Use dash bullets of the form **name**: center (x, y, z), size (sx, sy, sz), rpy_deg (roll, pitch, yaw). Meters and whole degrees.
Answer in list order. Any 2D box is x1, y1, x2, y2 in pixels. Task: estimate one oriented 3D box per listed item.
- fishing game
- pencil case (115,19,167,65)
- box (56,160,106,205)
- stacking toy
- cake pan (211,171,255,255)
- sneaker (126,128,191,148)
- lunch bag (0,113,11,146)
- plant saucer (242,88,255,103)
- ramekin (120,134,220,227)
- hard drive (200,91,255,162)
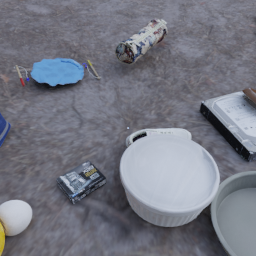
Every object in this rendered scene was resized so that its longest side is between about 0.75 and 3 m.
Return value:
- **fishing game**: center (-2.613, -2.040, 10.392), size (2.849, 0.443, 2.040), rpy_deg (-13, 43, -25)
- **pencil case**: center (0.566, -3.312, 10.624), size (0.898, 1.033, 2.309), rpy_deg (50, 60, -8)
- **box**: center (-1.131, 1.292, 6.819), size (0.970, 0.241, 0.765), rpy_deg (-29, 49, -27)
- **stacking toy**: center (-3.010, 2.207, 5.049), size (2.102, 2.102, 2.876), rpy_deg (30, 31, 29)
- **cake pan**: center (3.018, 2.052, 5.805), size (2.625, 0.481, 2.625), rpy_deg (0, 43, 0)
- **sneaker**: center (0.816, 0.339, 7.363), size (1.761, 0.877, 0.659), rpy_deg (-7, 79, 0)
- **lunch bag**: center (-4.139, -0.030, 7.758), size (1.481, 0.980, 1.006), rpy_deg (13, 60, 13)
- **plant saucer**: center (4.083, -0.823, 8.488), size (1.323, 0.228, 1.323), rpy_deg (27, 27, -15)
- **ramekin**: center (0.879, 1.208, 6.328), size (2.152, 1.002, 2.152), rpy_deg (0, 43, 0)
- **hard drive**: center (3.478, -0.159, 8.277), size (1.681, 0.455, 2.406), rpy_deg (-14, 45, -14)
